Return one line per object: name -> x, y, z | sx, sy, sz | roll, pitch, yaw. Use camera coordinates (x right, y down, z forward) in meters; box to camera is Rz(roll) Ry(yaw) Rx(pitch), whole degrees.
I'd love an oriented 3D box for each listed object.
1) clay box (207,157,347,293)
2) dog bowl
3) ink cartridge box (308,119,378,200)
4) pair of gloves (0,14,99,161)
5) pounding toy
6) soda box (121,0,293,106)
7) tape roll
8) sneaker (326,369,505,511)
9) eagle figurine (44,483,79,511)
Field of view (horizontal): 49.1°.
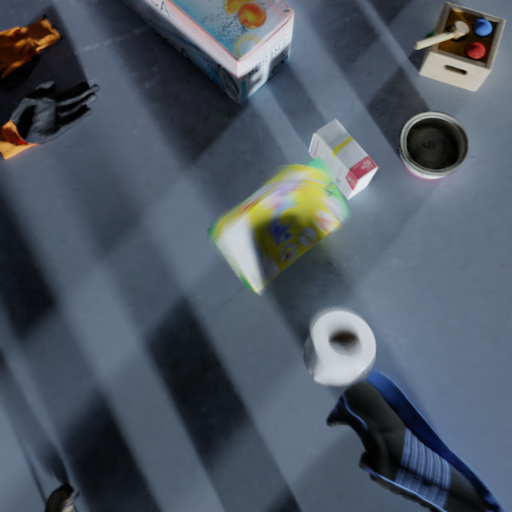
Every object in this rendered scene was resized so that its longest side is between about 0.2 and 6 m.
clay box -> 0.432, -0.588, 9.687 | 2.260, 0.538, 1.298 | -39, 116, -14
dog bowl -> 3.275, -2.019, 10.491 | 1.310, 0.483, 1.310 | 0, 77, 0
ink cartridge box -> 1.560, -1.754, 10.213 | 0.499, 0.868, 1.196 | -36, 79, -12
pair of gloves -> -4.487, -3.332, 10.904 | 2.324, 0.322, 2.608 | -33, 79, -8
pounding toy -> 3.778, -4.028, 10.683 | 1.505, 1.070, 1.386 | 19, 76, 5
soda box -> -1.464, -5.124, 10.676 | 4.653, 1.591, 1.479 | 44, 80, 10
tape roll -> 1.319, 1.500, 9.004 | 1.029, 0.707, 1.029 | 5, 57, -8
sneaker -> 2.534, 3.434, 8.862 | 1.284, 1.156, 3.296 | -39, 72, -7
eagle figurine -> -3.114, 4.178, 8.930 | 0.689, 0.685, 0.908 | -3, 87, 10
